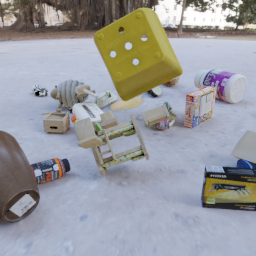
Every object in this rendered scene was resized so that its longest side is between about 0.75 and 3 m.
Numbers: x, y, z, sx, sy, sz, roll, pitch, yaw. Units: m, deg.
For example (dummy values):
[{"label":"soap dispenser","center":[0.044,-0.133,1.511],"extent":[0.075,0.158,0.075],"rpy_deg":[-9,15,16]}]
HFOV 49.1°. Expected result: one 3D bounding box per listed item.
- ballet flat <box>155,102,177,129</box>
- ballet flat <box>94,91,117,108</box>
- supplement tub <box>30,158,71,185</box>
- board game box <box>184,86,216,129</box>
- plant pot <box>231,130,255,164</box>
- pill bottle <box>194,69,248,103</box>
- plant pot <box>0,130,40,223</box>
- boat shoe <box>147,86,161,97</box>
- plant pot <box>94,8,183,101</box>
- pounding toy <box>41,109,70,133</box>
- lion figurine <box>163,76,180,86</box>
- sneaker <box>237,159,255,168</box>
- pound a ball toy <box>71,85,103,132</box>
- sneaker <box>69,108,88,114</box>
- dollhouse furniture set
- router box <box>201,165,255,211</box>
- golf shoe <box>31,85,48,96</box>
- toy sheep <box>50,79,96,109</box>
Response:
[{"label":"ballet flat","center":[1.652,-0.464,11.780],"extent":[0.725,0.705,2.039],"rpy_deg":[23,31,5]},{"label":"ballet flat","center":[-1.099,-1.539,14.218],"extent":[0.708,0.708,1.973],"rpy_deg":[9,24,19]},{"label":"supplement tub","center":[-2.200,1.176,7.823],"extent":[1.118,0.598,0.598],"rpy_deg":[-15,27,-30]},{"label":"board game box","center":[3.045,-0.897,11.753],"extent":[0.418,1.369,1.807],"rpy_deg":[20,29,39]},{"label":"plant pot","center":[3.801,0.616,8.304],"extent":[0.997,0.883,0.996],"rpy_deg":[21,0,39]},{"label":"pill bottle","center":[4.870,-2.359,15.052],"extent":[1.484,1.484,2.644],"rpy_deg":[-14,27,-29]},{"label":"plant pot","center":[-2.940,1.253,6.579],"extent":[1.885,1.762,1.762],"rpy_deg":[34,38,32]},{"label":"boat shoe","center":[1.346,-2.304,16.060],"extent":[0.802,0.687,2.192],"rpy_deg":[29,26,-25]},{"label":"plant pot","center":[0.258,-2.940,10.987],"extent":[2.929,2.929,2.583],"rpy_deg":[-25,0,12]},{"label":"pounding toy","center":[-2.938,-0.296,11.305],"extent":[1.147,0.597,1.306],"rpy_deg":[3,23,6]},{"label":"lion figurine","center":[2.230,-3.219,18.081],"extent":[2.751,0.997,1.685],"rpy_deg":[1,26,40]},{"label":"sneaker","center":[3.652,1.311,7.724],"extent":[0.566,0.509,1.453],"rpy_deg":[0,24,-21]},{"label":"pound a ball toy","center":[-1.587,-0.534,10.532],"extent":[1.064,1.633,2.505],"rpy_deg":[-13,26,-19]},{"label":"sneaker","center":[-2.227,-0.784,12.856],"extent":[0.921,0.346,0.373],"rpy_deg":[10,17,22]},{"label":"dollhouse furniture set","center":[0.101,0.244,7.266],"extent":[2.337,1.299,2.067],"rpy_deg":[-20,-11,3]},{"label":"router box","center":[2.444,1.438,6.673],"extent":[1.283,1.009,0.335],"rpy_deg":[2,23,6]},{"label":"golf shoe","center":[-5.104,-2.088,15.680],"extent":[1.329,0.517,0.628],"rpy_deg":[15,27,34]},{"label":"toy sheep","center":[-2.663,-1.650,13.559],"extent":[2.184,1.506,1.506],"rpy_deg":[2,23,1]}]
